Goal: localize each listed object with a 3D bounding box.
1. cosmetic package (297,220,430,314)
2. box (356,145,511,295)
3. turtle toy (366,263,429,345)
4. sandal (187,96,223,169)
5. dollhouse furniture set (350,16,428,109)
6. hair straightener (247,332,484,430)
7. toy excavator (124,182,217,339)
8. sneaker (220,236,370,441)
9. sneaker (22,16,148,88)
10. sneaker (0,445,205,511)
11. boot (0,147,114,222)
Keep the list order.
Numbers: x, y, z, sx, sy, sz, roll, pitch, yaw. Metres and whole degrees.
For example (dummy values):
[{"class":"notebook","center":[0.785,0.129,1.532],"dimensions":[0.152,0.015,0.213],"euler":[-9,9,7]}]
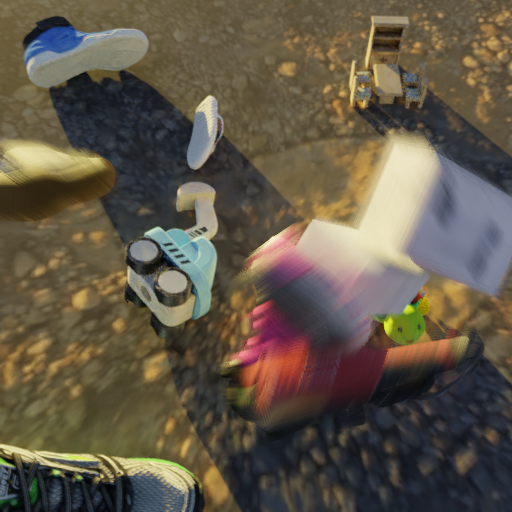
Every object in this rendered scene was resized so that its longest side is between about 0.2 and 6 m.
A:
[{"class":"cosmetic package","center":[1.235,0.169,6.642],"dimensions":[1.639,0.665,0.925],"euler":[9,29,-52]},{"class":"box","center":[2.292,-0.374,6.686],"dimensions":[2.063,1.203,0.620],"euler":[17,7,-34]},{"class":"turtle toy","center":[1.868,0.538,7.682],"dimensions":[1.105,0.766,1.516],"euler":[-8,59,-5]},{"class":"sandal","center":[-0.807,-2.164,9.830],"dimensions":[0.425,0.704,1.731],"euler":[29,47,-30]},{"class":"dollhouse furniture set","center":[2.485,-3.628,10.546],"dimensions":[1.326,1.005,1.513],"euler":[2,54,1]},{"class":"hair straightener","center":[1.105,1.158,5.336],"dimensions":[2.553,0.982,0.522],"euler":[-10,51,-22]},{"class":"toy excavator","center":[-1.018,-0.080,8.148],"dimensions":[2.035,1.017,1.979],"euler":[-28,60,-34]},{"class":"sneaker","center":[0.294,1.093,5.847],"dimensions":[1.376,3.146,1.161],"euler":[-41,61,-20]},{"class":"sneaker","center":[-3.418,-4.249,11.049],"dimensions":[2.368,0.909,1.317],"euler":[-21,65,-7]},{"class":"sneaker","center":[-2.172,2.650,5.801],"dimensions":[3.273,1.394,1.277],"euler":[-2,54,-2]},{"class":"boot","center":[-2.477,-0.823,6.020],"dimensions":[1.180,0.550,1.526],"euler":[19,29,34]}]
